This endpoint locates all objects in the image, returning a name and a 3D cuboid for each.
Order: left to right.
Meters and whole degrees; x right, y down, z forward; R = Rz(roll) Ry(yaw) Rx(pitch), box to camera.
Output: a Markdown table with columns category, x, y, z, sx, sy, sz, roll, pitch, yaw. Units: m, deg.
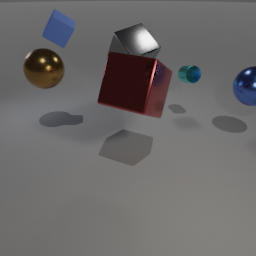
| category | x | y | z | sx | sy | sz | roll | pitch | yaw |
| --- | --- | --- | --- | --- | --- | --- | --- | --- | --- |
| ball | -2.929 | -2.070 | 9.809 | 1.400 | 1.400 | 1.400 | 0 | 28 | 0 |
| cube | -2.051 | -2.959 | 8.339 | 0.700 | 0.700 | 0.700 | 25 | 30 | -26 |
| cube | 0.208 | -3.108 | 11.408 | 1.400 | 1.400 | 1.400 | -28 | 75 | -26 |
| cube | 0.223 | -1.131 | 7.642 | 1.400 | 1.400 | 1.400 | 15 | 4 | 24 |
| cylinder | 2.480 | -2.173 | 11.332 | 0.700 | 0.700 | 0.700 | -8 | 14 | -14 |
| ball | 4.446 | -1.472 | 9.907 | 1.400 | 1.400 | 1.400 | 0 | 28 | 0 |
